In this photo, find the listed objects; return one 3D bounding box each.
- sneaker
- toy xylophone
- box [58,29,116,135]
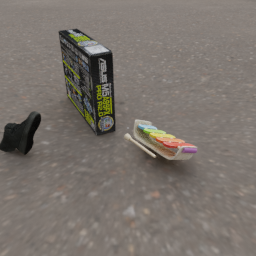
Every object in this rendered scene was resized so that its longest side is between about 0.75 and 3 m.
[{"bbox_3d":[-2.689,0.084,6.841,0.809,1.550,0.466,31,33,6],"label":"sneaker"},{"bbox_3d":[0.730,0.311,6.697,1.746,0.439,1.279,28,16,36],"label":"toy xylophone"},{"bbox_3d":[-1.261,-1.488,8.363,0.641,2.320,2.895,-16,34,-22],"label":"box"}]
